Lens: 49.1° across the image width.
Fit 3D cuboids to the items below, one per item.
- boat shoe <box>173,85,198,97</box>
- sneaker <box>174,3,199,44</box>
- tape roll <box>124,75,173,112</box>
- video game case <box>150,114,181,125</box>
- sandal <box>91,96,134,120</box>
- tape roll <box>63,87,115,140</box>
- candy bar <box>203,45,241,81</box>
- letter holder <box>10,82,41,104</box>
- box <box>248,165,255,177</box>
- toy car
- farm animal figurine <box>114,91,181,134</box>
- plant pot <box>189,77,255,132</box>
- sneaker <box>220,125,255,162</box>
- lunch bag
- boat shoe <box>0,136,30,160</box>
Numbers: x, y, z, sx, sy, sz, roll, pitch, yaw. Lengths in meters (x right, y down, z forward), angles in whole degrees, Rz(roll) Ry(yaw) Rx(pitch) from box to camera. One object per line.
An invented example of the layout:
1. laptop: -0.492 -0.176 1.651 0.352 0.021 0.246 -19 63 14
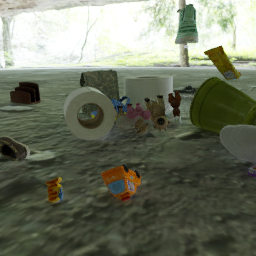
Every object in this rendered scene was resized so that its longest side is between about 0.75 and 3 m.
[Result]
1. boat shoe: 4.063 -2.477 18.580 2.330 0.790 0.836 7 17 23
2. sneaker: 2.223 -3.965 10.657 0.888 1.423 2.412 1 23 7
3. tape roll: 1.023 -1.737 14.109 2.467 1.694 2.467 -2 13 0
4. video game case: 1.696 -0.402 12.422 1.260 0.152 1.382 3 16 11
5. sandal: -0.656 -0.863 12.570 2.282 0.993 0.907 -16 24 -39
6. tape roll: -1.412 -0.548 10.054 1.736 1.736 1.192 -4 16 -15
7. candy bar: 3.298 -2.135 9.570 0.617 0.274 2.474 -15 -21 32
8. letter holder: -6.107 -2.100 16.569 1.640 1.165 0.825 8 18 26
9. box: 3.547 1.142 6.906 0.630 0.180 0.920 -13 20 -38
10. toy car: -0.685 1.356 6.016 1.953 0.958 0.650 -15 59 7
11. farm animal figurine: 0.725 -0.383 10.539 2.721 1.368 2.197 -19 9 -32
12. plant pot: 3.717 -0.611 10.365 2.063 2.063 1.986 -13 32 -39
13. sneaker: 4.118 0.403 8.147 2.665 1.006 1.517 15 20 26
14. lunch bag: -1.384 -1.782 13.680 1.743 2.126 1.250 -7 18 -21
15. boat shoe: -3.546 0.597 8.264 1.460 0.525 0.435 16 18 29
